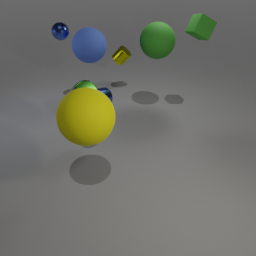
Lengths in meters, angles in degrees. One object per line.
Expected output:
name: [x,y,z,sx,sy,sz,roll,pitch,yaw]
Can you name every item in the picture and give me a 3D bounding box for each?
cylinder: [-1.327,-1.043,8.390,0.700,0.700,0.700,-13,6,-20]
ball: [-1.572,-3.353,11.382,1.400,1.400,1.400,0,32,0]
cylinder: [-0.316,-3.555,13.746,0.700,0.700,0.700,35,32,-25]
ball: [-2.744,-3.917,11.352,0.700,0.700,0.700,0,32,0]
ball: [1.162,-3.436,11.028,1.400,1.400,1.400,0,32,0]
ball: [-1.006,-0.267,6.731,1.400,1.400,1.400,0,32,0]
cylinder: [-1.022,-1.044,9.840,0.700,0.700,0.700,24,27,33]
cube: [2.665,-3.693,10.262,0.700,0.700,0.700,20,11,-23]
